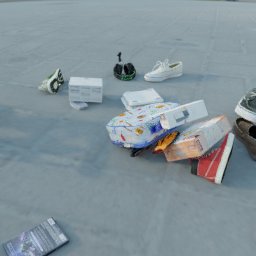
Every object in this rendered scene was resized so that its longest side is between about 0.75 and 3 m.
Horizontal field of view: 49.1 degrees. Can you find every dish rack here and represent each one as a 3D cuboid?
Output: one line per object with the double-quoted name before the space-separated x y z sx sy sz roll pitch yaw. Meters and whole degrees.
"dish rack" 0.659 -1.324 12.445 1.766 0.384 1.515 -9 33 -12

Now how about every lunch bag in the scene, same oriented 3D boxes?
"lunch bag" 0.614 -0.112 9.427 2.487 0.940 1.993 -29 22 -38

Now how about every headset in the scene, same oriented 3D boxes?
"headset" -0.245 -3.315 15.197 1.202 0.915 1.947 -7 43 -12

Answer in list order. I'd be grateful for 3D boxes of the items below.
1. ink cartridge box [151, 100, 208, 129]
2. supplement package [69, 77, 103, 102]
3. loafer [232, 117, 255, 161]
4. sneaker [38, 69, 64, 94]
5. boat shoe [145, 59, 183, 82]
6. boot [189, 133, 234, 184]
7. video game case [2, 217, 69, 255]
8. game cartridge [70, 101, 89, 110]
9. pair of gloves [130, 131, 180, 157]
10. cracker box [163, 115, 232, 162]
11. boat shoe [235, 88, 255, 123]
"ink cartridge box" 1.412 -0.334 8.021 1.459 0.491 0.854 -18 3 -5
"supplement package" -1.866 -1.710 12.467 1.420 0.787 1.106 2 27 -7
"loafer" 4.284 0.192 9.497 0.836 0.812 2.289 -2 31 -4
"sneaker" -3.816 -2.339 13.799 0.941 0.817 2.125 -4 28 8
"boat shoe" 1.936 -3.140 14.804 2.374 1.012 0.877 -15 34 -23
"boot" 2.424 0.746 8.204 1.096 0.550 1.519 19 80 30
"video game case" -2.056 2.571 6.262 1.206 0.114 0.862 -24 38 -32
"game cartridge" -2.150 -1.012 12.136 0.540 0.166 0.811 -19 35 -35
"pair of gloves" 0.842 0.489 8.918 1.582 0.196 1.409 -16 14 43
"cracker box" 2.194 0.316 8.909 1.996 0.576 1.337 -30 7 -39
"boat shoe" 4.767 -0.986 10.745 0.997 0.981 2.766 25 26 7
